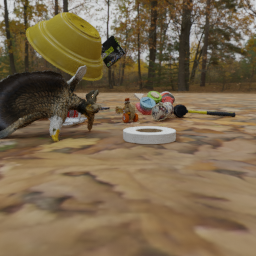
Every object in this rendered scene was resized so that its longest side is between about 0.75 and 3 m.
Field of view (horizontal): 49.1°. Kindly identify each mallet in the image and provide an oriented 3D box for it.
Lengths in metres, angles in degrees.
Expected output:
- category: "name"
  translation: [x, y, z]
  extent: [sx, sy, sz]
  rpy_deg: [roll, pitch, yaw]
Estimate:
- category: "mallet"
  translation: [3.056, -0.633, 11.464]
  extent: [2.522, 0.519, 0.831]
  rpy_deg: [4, 4, -8]

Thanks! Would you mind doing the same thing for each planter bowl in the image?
- category: "planter bowl"
  translation: [-1.791, -2.998, 9.467]
  extent: [2.910, 1.212, 2.910]
  rpy_deg: [31, 27, -18]

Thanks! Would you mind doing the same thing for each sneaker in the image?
- category: "sneaker"
  translation: [1.817, -1.162, 14.101]
  extent: [1.037, 0.976, 2.532]
  rpy_deg: [34, 28, 28]

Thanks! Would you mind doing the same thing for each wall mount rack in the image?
- category: "wall mount rack"
  translation: [-2.160, -0.480, 9.419]
  extent: [1.574, 0.675, 1.811]
  rpy_deg: [1, 8, 10]

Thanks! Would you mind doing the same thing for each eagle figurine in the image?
- category: "eagle figurine"
  translation: [-1.969, -0.501, 6.707]
  extent: [2.535, 1.923, 1.913]
  rpy_deg: [3, 28, -16]

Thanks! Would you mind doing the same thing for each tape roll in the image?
- category: "tape roll"
  translation: [0.505, 0.157, 6.693]
  extent: [1.274, 0.233, 1.274]
  rpy_deg: [-1, 8, 0]

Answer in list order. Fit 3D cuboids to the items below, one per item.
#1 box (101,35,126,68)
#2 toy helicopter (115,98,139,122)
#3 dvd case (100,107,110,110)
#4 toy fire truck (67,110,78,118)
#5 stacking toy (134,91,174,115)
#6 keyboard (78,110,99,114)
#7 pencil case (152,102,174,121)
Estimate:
- category: "box"
  translation: [-0.679, -2.980, 10.957]
  extent: [0.922, 0.891, 0.219]
  rpy_deg: [-34, 3, 22]
- category: "toy helicopter"
  translation: [-0.126, -0.683, 10.157]
  extent: [0.505, 0.847, 1.281]
  rpy_deg: [-5, 10, -30]
- category: "dvd case"
  translation: [-1.947, -1.052, 14.977]
  extent: [1.588, 0.127, 1.181]
  rpy_deg: [6, 10, 34]
- category: "toy fire truck"
  translation: [-3.247, -0.624, 10.758]
  extent: [2.262, 0.551, 1.595]
  rpy_deg: [4, 10, 21]
- category: "stacking toy"
  translation: [1.127, -1.320, 12.555]
  extent: [1.631, 0.689, 1.477]
  rpy_deg: [-7, 49, -22]
- category: "keyboard"
  translation: [-1.931, -0.705, 12.660]
  extent: [1.261, 0.162, 0.757]
  rpy_deg: [-8, 5, -38]
- category: "pencil case"
  translation: [1.344, -0.664, 10.579]
  extent: [0.591, 0.679, 1.519]
  rpy_deg: [29, 16, 12]
